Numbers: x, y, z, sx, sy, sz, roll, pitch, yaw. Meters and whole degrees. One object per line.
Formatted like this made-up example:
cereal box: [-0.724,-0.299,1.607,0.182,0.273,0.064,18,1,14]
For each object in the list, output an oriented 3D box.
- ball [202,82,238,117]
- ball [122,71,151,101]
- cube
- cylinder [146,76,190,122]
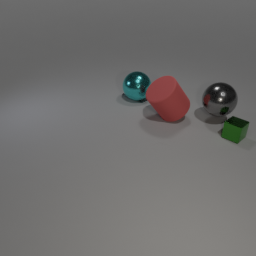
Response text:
ball: [3.738,-1.159,11.441,1.400,1.400,1.400,0,32,0]
ball: [0.434,-2.009,13.443,1.400,1.400,1.400,0,32,0]
cube: [4.121,0.057,10.762,0.700,0.700,0.700,27,39,36]
cylinder: [1.672,-1.205,11.660,1.400,1.400,1.400,-23,44,24]
